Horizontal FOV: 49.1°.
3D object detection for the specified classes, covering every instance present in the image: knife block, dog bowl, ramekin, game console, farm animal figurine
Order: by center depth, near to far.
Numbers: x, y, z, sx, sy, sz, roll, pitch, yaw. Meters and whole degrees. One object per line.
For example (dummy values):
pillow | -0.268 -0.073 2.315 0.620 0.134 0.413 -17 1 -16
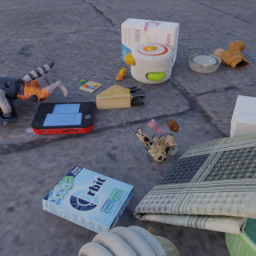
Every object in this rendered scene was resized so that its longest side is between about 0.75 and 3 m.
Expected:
ramekin | 3.002 1.964 5.261 2.350 1.148 2.350 -1 37 1
farm animal figurine | 0.859 0.399 7.190 1.302 1.287 0.679 -18 41 -24
game console | -2.032 -0.394 9.062 1.915 0.297 1.693 -1 38 -2
knife block | -0.160 -0.982 9.653 1.331 0.485 1.517 24 43 30
dog bowl | 3.288 -2.802 12.100 1.364 0.400 1.364 0 38 0

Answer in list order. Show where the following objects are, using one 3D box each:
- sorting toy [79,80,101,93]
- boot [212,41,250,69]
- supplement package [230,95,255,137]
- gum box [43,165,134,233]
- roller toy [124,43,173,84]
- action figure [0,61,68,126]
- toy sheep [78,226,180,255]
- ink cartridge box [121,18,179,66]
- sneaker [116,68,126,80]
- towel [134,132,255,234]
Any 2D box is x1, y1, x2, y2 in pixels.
sorting toy | -1.571 -1.657 10.831 0.893 0.132 0.660 19 42 22
boot | 4.879 -3.232 12.417 1.857 0.712 1.442 -16 42 -24
supplement package | 3.713 -0.070 8.024 1.338 1.029 1.399 11 39 14
gum box | -0.844 1.556 6.260 1.574 0.351 1.337 17 32 15
roller toy | 0.930 -2.663 11.213 1.799 1.257 1.642 24 44 28
action figure | -3.949 -1.457 9.499 2.898 1.567 2.996 -16 39 -33
toy sheep | -0.159 2.418 4.330 2.476 1.707 1.707 -12 37 -36
ink cartridge box | 0.971 -3.699 12.203 2.326 1.681 0.985 13 39 16
sneaker | -0.292 -2.191 11.384 0.297 0.313 0.813 9 40 10
towel | 1.893 1.022 5.936 2.934 0.507 2.825 -19 15 49
